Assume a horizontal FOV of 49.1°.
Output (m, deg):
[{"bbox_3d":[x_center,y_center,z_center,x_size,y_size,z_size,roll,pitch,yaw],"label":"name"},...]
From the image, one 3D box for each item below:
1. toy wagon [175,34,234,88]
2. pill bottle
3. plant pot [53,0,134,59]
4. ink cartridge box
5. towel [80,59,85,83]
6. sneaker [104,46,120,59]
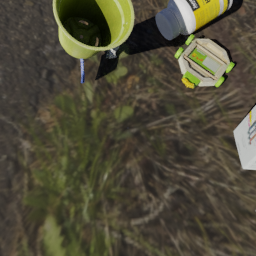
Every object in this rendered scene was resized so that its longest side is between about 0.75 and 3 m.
[{"bbox_3d":[2.348,-2.020,9.074,1.740,0.444,2.242,37,64,5],"label":"toy wagon"},{"bbox_3d":[2.307,-4.237,10.008,2.537,1.412,1.412,-34,63,-6],"label":"pill bottle"},{"bbox_3d":[-1.014,-2.550,6.995,1.847,1.698,1.847,2,84,-21],"label":"plant pot"},{"bbox_3d":[3.700,0.175,7.037,1.233,1.696,1.227,5,58,-7],"label":"ink cartridge box"},{"bbox_3d":[-1.396,-1.904,8.484,0.113,0.687,0.949,-3,76,-11],"label":"towel"},{"bbox_3d":[-0.508,-2.926,9.538,0.491,1.110,0.411,-2,31,-19],"label":"sneaker"}]
